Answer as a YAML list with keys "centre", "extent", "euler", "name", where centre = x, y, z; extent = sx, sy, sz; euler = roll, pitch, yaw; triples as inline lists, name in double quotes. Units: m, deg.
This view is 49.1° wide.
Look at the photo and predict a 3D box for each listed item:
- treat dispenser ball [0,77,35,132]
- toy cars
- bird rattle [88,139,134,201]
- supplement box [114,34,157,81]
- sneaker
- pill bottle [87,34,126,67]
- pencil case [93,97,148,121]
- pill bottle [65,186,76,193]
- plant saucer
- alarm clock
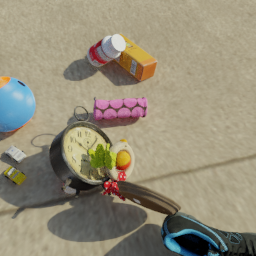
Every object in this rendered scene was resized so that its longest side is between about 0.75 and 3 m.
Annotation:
- centre: [-3.590, -0.693, 8.269]
  extent: [1.627, 1.627, 1.627]
  euler: [0, 53, 0]
  name: "treat dispenser ball"
- centre: [-3.183, 0.968, 7.801]
  extent: [0.626, 0.309, 1.397]
  euler: [-16, 50, -3]
  name: "toy cars"
- centre: [-0.223, 0.965, 6.969]
  extent: [0.852, 1.513, 1.234]
  euler: [-7, 28, 47]
  name: "bird rattle"
- centre: [0.069, -2.637, 10.292]
  extent: [0.713, 0.737, 2.143]
  euler: [-26, 58, -31]
  name: "supplement box"
- centre: [2.044, 2.671, 5.882]
  extent: [2.851, 1.168, 1.044]
  euler: [12, 89, 14]
  name: "sneaker"
- centre: [-0.763, -2.760, 9.930]
  extent: [1.420, 0.797, 0.797]
  euler: [-13, 36, 48]
  name: "pill bottle"
- centre: [-0.243, -0.614, 8.774]
  extent: [1.678, 0.786, 0.761]
  euler: [-1, 81, -5]
  name: "pencil case"
- centre: [-1.519, 1.314, 7.532]
  extent: [0.441, 0.441, 0.786]
  euler: [-8, 53, -6]
  name: "pill bottle"
- centre: [0.433, 1.626, 6.389]
  extent: [1.562, 1.562, 0.230]
  euler: [19, 69, 14]
  name: "plant saucer"
- centre: [-1.199, 0.514, 7.417]
  extent: [1.720, 0.849, 2.550]
  euler: [19, 54, -39]
  name: "alarm clock"
